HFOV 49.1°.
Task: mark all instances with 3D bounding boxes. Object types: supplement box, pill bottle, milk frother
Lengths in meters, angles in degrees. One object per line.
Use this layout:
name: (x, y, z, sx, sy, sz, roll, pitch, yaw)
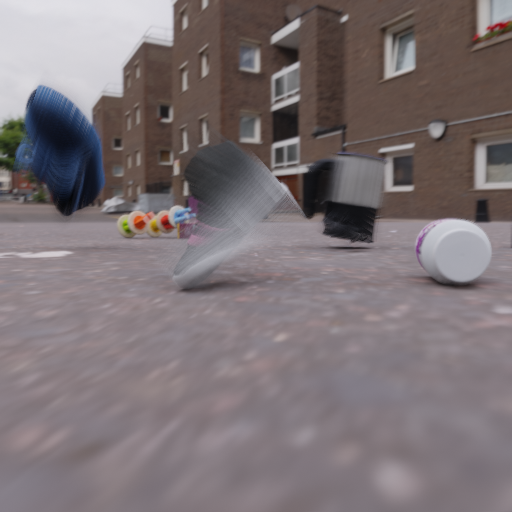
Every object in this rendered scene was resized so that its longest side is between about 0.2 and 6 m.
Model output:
supplement box: (-1.602, -0.645, 14.651, 0.821, 0.424, 0.537, 3, 5, 33)
pill bottle: (1.802, -0.040, 5.144, 0.596, 0.596, 1.061, 1, 4, 10)
milk frother: (1.766, -1.048, 10.104, 1.514, 1.578, 1.678, 6, 6, -25)

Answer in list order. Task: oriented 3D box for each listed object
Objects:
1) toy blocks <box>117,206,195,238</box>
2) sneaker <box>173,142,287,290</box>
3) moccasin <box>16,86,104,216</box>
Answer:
toy blocks: (-2.614, -0.934, 14.857, 1.497, 0.652, 1.797, -4, -6, -43)
sneaker: (-0.447, -0.431, 5.114, 0.624, 0.875, 1.765, -44, 5, 44)
moccasin: (-3.227, -1.559, 9.521, 1.186, 1.005, 2.948, 27, -24, 13)
